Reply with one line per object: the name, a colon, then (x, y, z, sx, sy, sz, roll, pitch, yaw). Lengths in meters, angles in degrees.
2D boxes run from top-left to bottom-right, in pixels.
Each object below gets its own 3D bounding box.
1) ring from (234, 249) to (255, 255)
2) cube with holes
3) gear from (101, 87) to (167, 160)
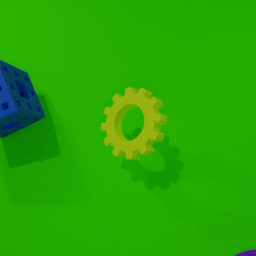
ring: (2.413, 2.862, 5.760, 1.216, 1.216, 0.243, -25, 79, -8)
cube with holes: (-3.083, -0.638, 6.756, 1.309, 1.309, 1.309, -25, 82, 8)
gear: (0.096, -0.099, 6.180, 1.562, 0.289, 1.562, -8, 77, 35)
